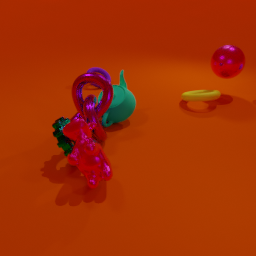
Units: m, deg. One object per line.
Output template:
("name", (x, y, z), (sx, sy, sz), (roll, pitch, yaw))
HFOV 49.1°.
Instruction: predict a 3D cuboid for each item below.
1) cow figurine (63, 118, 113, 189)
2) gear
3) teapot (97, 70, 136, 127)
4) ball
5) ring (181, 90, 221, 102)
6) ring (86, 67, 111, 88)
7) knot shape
("cow figurine", (-0.909, 0.518, 6.438), (0.832, 1.515, 1.491), (-32, 13, 5))
("gear", (-1.453, 0.281, 7.087), (0.217, 1.175, 1.175), (-29, 25, 12))
("teapot", (-0.408, -0.907, 9.075), (1.290, 1.016, 2.075), (7, 61, 24))
("ball", (3.898, -2.577, 10.956), (1.296, 1.296, 1.296), (0, 28, 0))
("ring", (2.726, -1.217, 10.514), (1.429, 0.286, 1.429), (-6, 12, 1))
("ring", (-1.291, -2.208, 12.264), (1.124, 0.225, 1.124), (13, 52, -17))
("knot shape", (-1.100, -0.661, 8.130), (0.930, 1.883, 2.013), (4, 11, -34))
